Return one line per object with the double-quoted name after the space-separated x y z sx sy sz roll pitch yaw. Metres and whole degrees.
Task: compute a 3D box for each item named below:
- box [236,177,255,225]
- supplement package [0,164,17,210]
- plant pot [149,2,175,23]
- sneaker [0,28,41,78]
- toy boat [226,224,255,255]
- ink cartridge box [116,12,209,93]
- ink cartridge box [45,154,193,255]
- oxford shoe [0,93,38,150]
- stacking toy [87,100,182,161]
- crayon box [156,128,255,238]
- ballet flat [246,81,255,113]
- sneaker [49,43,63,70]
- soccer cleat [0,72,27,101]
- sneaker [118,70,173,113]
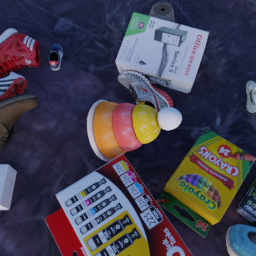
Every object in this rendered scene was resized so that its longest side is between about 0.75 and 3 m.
4.171 2.061 7.517 1.858 0.441 1.794 36 67 14 "box"
-3.553 1.618 7.639 0.652 0.649 1.111 0 63 0 "supplement package"
1.200 -3.897 10.202 1.256 1.090 1.256 0 62 0 "plant pot"
-3.973 -2.229 9.401 1.534 1.041 2.656 20 66 11 "sneaker"
3.156 3.036 6.394 1.646 0.910 1.959 16 30 4 "toy boat"
1.130 -2.463 9.227 2.548 1.071 1.860 18 82 9 "ink cartridge box"
-0.393 2.640 6.776 2.624 1.253 2.988 -31 67 -13 "ink cartridge box"
-3.641 -0.038 8.154 2.789 1.014 1.177 -33 87 10 "oxford shoe"
0.280 -0.052 7.484 2.386 1.743 1.743 -8 60 24 "stacking toy"
2.155 1.436 7.735 1.629 0.652 2.566 33 68 15 "crayon box"
4.122 -1.107 9.153 0.447 0.447 1.288 8 63 4 "ballet flat"
-2.566 -2.624 9.884 0.435 0.491 1.161 -6 63 -3 "sneaker"
-4.292 -1.055 9.007 0.920 0.741 2.159 37 65 27 "soccer cleat"
0.438 -1.103 8.949 2.018 0.785 0.829 38 70 18 "sneaker"
